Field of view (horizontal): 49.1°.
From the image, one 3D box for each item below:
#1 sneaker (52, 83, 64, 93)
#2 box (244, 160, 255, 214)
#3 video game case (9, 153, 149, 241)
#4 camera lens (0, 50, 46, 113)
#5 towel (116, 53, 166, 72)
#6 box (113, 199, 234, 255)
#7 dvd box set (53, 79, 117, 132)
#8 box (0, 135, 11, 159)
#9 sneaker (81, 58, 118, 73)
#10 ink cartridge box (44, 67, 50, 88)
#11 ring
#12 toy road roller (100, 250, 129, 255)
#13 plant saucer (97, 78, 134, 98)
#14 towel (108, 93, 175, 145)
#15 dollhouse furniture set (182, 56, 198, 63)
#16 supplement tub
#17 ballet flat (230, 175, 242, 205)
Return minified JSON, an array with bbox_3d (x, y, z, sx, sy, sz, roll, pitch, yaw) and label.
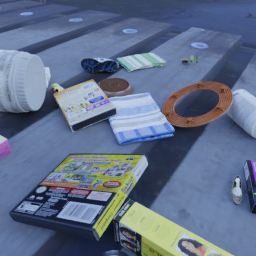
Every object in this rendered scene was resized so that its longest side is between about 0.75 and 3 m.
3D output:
[{"bbox_3d":[-3.245,-1.773,12.694,0.801,0.313,0.362,29,47,33],"label":"sneaker"},{"bbox_3d":[4.594,1.739,7.735,2.424,0.438,1.733,8,37,9],"label":"box"},{"bbox_3d":[-1.217,1.540,7.259,2.858,0.364,2.583,-3,30,34],"label":"video game case"},{"bbox_3d":[-5.038,-1.834,10.983,2.994,2.395,2.395,4,36,4],"label":"camera lens"},{"bbox_3d":[0.715,-3.630,15.319,2.235,0.261,1.705,-16,39,-19],"label":"towel"},{"bbox_3d":[1.017,2.657,5.971,2.818,1.061,0.706,23,44,26],"label":"box"},{"bbox_3d":[-1.794,-0.991,11.312,1.873,0.376,2.560,-24,42,-15],"label":"dvd box set"},{"bbox_3d":[-4.671,0.640,9.126,1.195,0.578,1.051,22,41,26],"label":"box"},{"bbox_3d":[-1.449,-3.235,14.496,1.996,0.756,0.769,7,19,6],"label":"sneaker"},{"bbox_3d":[-4.268,-2.371,13.302,0.950,0.548,1.300,-3,36,-4],"label":"ink cartridge box"},{"bbox_3d":[2.621,-1.030,10.854,2.756,0.264,2.756,-18,36,14],"label":"ring"},{"bbox_3d":[0.203,3.471,4.323,2.677,1.645,1.954,13,41,25],"label":"toy road roller"},{"bbox_3d":[-0.633,-1.856,12.812,1.850,0.319,1.850,1,37,0],"label":"plant saucer"},{"bbox_3d":[0.313,-0.478,10.871,2.178,0.353,2.965,-9,37,-12],"label":"towel"},{"bbox_3d":[3.342,-3.730,15.137,0.874,0.338,0.437,4,-8,14],"label":"dollhouse furniture set"},{"bbox_3d":[4.450,-0.555,10.293,1.151,1.151,1.744,-10,38,-13],"label":"supplement tub"},{"bbox_3d":[3.056,1.689,7.870,0.318,0.353,0.938,7,37,17],"label":"ballet flat"}]
